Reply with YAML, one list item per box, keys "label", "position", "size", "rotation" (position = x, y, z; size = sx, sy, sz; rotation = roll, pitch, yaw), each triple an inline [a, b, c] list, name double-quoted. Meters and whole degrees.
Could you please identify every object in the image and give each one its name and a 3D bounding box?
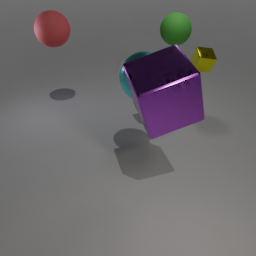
- label: "cube"
  position: [2.995, -2.714, 11.132]
  size: [0.700, 0.700, 0.700]
  rotation: [3, 52, -12]
- label: "ball"
  position: [2.128, -4.402, 12.488]
  size: [1.400, 1.400, 1.400]
  rotation: [0, 30, 0]
- label: "ball"
  position: [-3.011, -3.944, 11.171]
  size: [1.400, 1.400, 1.400]
  rotation: [0, 30, 0]
- label: "cube"
  position: [0.838, -0.859, 6.647]
  size: [1.400, 1.400, 1.400]
  rotation: [-21, 44, 0]
- label: "ball"
  position: [0.450, -1.453, 7.952]
  size: [1.400, 1.400, 1.400]
  rotation: [0, 30, 0]
